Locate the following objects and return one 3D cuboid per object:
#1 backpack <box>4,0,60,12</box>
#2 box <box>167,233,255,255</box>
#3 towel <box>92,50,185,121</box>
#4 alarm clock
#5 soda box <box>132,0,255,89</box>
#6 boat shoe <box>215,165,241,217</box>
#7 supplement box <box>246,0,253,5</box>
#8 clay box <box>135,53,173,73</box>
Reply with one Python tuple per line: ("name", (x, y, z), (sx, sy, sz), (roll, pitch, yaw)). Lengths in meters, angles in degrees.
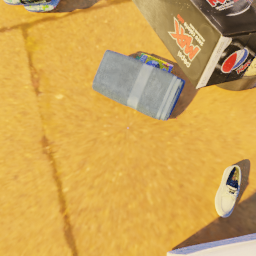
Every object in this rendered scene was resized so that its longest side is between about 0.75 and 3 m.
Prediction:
("backpack", (-3.119, -4.706, 8.898), (2.095, 1.540, 1.917), (6, 67, 15))
("box", (2.222, 3.126, 5.116), (2.439, 2.427, 2.089), (-9, 67, -4))
("towel", (0.263, -1.198, 7.881), (2.398, 0.582, 1.339), (25, 89, 9))
("alarm clock", (3.386, -2.068, 8.121), (2.988, 0.995, 2.015), (-4, 66, 0))
("soda box", (0.942, -2.094, 4.719), (0.940, 1.050, 2.968), (-15, 57, -20))
("boat shoe", (2.478, 1.514, 6.875), (0.460, 0.469, 1.318), (18, 68, 7))
("supplement box", (2.384, -3.722, 6.311), (1.401, 2.224, 0.818), (12, 71, 7))
("clay box", (0.667, -1.770, 8.370), (1.191, 0.283, 0.684), (25, 71, 10))
